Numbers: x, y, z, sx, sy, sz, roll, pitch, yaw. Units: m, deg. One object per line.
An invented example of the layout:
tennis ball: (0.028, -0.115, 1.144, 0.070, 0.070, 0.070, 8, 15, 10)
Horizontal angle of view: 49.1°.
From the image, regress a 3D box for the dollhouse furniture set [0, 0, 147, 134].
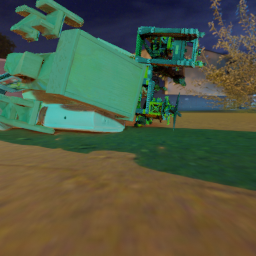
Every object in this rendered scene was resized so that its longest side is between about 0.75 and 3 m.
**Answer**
dollhouse furniture set: (-1.265, -1.055, 5.771, 2.695, 2.476, 1.754, 12, -4, 43)

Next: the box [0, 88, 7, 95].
box: (-4.803, -1.002, 9.260, 1.175, 1.155, 0.690, 23, -3, -23)

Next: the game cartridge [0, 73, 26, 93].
game cartridge: (-2.942, -1.217, 7.348, 1.096, 0.224, 0.729, -12, -16, 25)

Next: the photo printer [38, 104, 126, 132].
photo printer: (-1.051, -0.222, 6.275, 1.620, 0.563, 1.348, 4, 0, 29)

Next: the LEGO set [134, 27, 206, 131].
LEGO set: (1.204, -1.352, 7.458, 1.691, 2.918, 2.244, 8, -2, 18)

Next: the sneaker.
sneaker: (-3.591, -0.381, 7.094, 1.355, 0.845, 2.297, 5, -6, -3)

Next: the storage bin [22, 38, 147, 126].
storage bin: (-1.173, -1.185, 8.663, 2.982, 1.398, 2.961, -19, -5, 24)
